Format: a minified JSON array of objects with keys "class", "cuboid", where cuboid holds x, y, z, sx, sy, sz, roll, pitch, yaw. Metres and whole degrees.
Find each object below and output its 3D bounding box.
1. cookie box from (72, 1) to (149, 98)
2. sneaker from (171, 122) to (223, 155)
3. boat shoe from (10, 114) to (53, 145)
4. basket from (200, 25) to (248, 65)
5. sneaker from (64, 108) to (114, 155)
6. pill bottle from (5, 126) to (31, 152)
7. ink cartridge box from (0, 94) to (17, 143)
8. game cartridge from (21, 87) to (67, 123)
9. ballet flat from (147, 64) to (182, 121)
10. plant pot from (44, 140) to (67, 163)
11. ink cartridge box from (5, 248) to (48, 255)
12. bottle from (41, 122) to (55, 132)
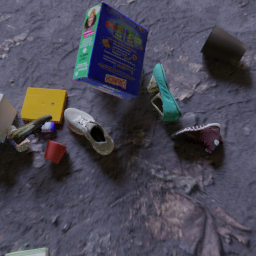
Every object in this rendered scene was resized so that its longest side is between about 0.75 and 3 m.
[{"class":"cookie box","cuboid":[-0.600,-2.847,10.794,2.445,1.074,2.859,16,80,-39]},{"class":"sneaker","cuboid":[2.785,0.544,10.912,2.077,0.786,1.199,-12,71,-6]},{"class":"boat shoe","cuboid":[-3.517,0.046,10.461,1.681,0.615,0.545,-33,93,-24]},{"class":"basket","cuboid":[4.302,-3.586,12.446,1.696,1.153,1.529,31,64,8]},{"class":"sneaker","cuboid":[-1.541,-0.077,10.941,2.535,1.166,0.959,38,72,15]},{"class":"pill bottle","cuboid":[-4.381,0.397,11.063,0.578,0.578,1.031,-42,74,-15]},{"class":"ink cartridge box","cuboid":[-5.803,-0.534,10.940,2.039,1.489,1.496,12,67,5]},{"class":"game cartridge","cuboid":[-3.539,-0.963,11.819,1.701,0.276,1.499,5,68,5]},{"class":"ballet flat","cuboid":[1.350,-1.488,11.686,0.965,0.923,2.742,-18,68,2]},{"class":"plant pot","cuboid":[-2.832,0.926,10.776,0.808,0.808,0.715,20,79,8]},{"class":"ink cartridge box","cuboid":[-3.310,5.054,9.226,1.366,0.450,1.877,-8,66,-4]},{"class":"bottle","cuboid":[-3.458,-0.021,11.383,0.934,0.305,0.390,-1,67,-1]}]
